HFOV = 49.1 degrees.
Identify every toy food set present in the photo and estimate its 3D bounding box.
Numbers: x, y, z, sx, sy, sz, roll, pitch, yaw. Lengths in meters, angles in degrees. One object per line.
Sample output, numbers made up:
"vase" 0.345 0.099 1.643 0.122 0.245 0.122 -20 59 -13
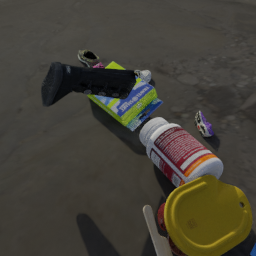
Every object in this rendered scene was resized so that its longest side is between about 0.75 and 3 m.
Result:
"toy food set" 1.441 2.053 6.144 2.633 0.860 1.549 -15 66 -26

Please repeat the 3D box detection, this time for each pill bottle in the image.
"pill bottle" 1.311 0.688 7.475 1.248 1.248 2.209 -23 47 -24

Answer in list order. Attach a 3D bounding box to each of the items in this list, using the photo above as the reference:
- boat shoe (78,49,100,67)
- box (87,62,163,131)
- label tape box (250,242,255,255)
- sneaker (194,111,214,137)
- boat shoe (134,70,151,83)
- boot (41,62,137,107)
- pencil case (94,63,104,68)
"boat shoe" -1.720 -3.126 12.326 0.628 0.526 1.758 -21 46 -22
"box" -0.227 -1.169 9.728 1.563 0.611 2.564 -43 54 -11
"label tape box" 3.432 2.465 6.100 0.964 0.423 1.337 29 49 29
"sneaker" 2.480 -0.112 9.128 0.431 0.416 1.032 4 48 -18
"boat shoe" 0.390 -1.966 10.978 0.587 0.578 1.656 27 48 27
"boot" -1.127 -1.098 7.814 2.261 1.864 0.742 -2 75 -30
"pencil case" -1.403 -2.242 11.354 0.472 0.487 1.040 31 51 17
